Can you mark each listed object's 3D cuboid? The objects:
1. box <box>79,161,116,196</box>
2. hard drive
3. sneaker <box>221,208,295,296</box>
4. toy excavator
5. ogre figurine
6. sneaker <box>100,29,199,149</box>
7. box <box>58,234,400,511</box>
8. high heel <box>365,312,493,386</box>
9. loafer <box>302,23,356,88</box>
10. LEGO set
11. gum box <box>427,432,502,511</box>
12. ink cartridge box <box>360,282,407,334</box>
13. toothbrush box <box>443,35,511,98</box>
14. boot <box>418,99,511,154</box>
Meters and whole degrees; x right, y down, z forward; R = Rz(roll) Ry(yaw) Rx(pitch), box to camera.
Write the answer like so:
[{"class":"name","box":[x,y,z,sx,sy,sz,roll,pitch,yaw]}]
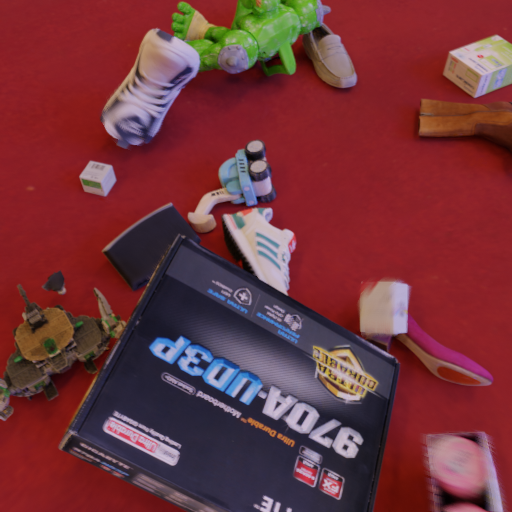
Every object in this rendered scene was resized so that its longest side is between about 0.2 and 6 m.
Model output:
[{"class":"box","box":[-3.211,-1.566,11.367,0.503,0.433,0.506,13,54,10]},{"class":"hard drive","box":[-1.854,-0.204,10.006,1.542,0.326,1.040,-37,85,-16]},{"class":"sneaker","box":[0.300,0.043,9.797,1.161,0.875,2.484,-20,53,-14]},{"class":"toy excavator","box":[-0.501,-1.299,11.033,1.719,0.858,1.671,-13,54,6]},{"class":"ogre figurine","box":[-0.116,-5.520,13.599,4.408,2.162,2.642,-21,35,-34]},{"class":"sneaker","box":[-2.235,-3.150,11.326,1.222,3.062,1.993,25,81,-28]},{"class":"box","box":[-0.091,1.878,7.361,3.803,0.875,3.023,31,52,-9]},{"class":"high heel","box":[2.813,1.307,8.894,2.020,0.681,0.971,23,62,19]},{"class":"loafer","box":[1.784,-5.027,13.867,0.838,0.836,2.396,-18,54,-14]},{"class":"LEGO set","box":[-3.673,1.425,8.851,3.811,1.080,2.475,10,49,24]},{"class":"gum box","box":[2.624,3.439,6.739,0.731,1.255,2.211,-11,48,20]},{"class":"ink cartridge box","box":[1.970,0.807,8.638,0.562,0.559,0.773,-1,82,35]},{"class":"toothbrush box","box":[5.600,-4.631,13.661,1.573,0.677,1.146,-24,55,-16]},{"class":"boot","box":[4.731,-2.709,12.050,2.386,0.817,2.247,6,52,5]}]
